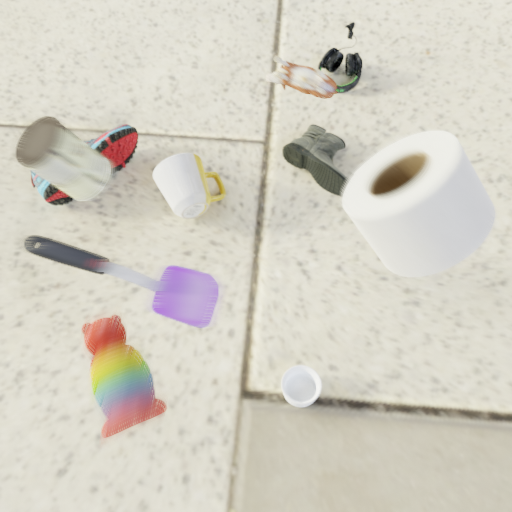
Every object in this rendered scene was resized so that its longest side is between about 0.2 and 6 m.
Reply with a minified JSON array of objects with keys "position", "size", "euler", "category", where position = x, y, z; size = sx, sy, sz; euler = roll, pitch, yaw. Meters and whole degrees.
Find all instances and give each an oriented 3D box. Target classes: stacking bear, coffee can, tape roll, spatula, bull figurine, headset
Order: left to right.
[{"position":[-3.263,-1.623,9.556],"size":[0.933,1.275,0.933],"euler":[-12,62,23],"category":"coffee can"},{"position":[-1.798,1.479,7.260],"size":[0.864,0.810,1.424],"euler":[-19,74,-24],"category":"stacking bear"},{"position":[-1.738,0.221,7.260],"size":[2.558,0.263,0.723],"euler":[20,74,-8],"category":"spatula"},{"position":[0.722,-3.057,9.614],"size":[1.384,0.840,0.451],"euler":[22,102,24],"category":"bull figurine"},{"position":[2.220,-5.038,14.307],"size":[1.104,0.840,1.788],"euler":[16,71,9],"category":"headset"},{"position":[2.391,-0.772,8.313],"size":[1.857,1.275,1.857],"euler":[-32,28,19],"category":"tape roll"}]

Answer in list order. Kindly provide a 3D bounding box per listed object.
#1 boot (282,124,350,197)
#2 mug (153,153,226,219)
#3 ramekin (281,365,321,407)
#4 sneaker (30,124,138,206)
[{"position":[1.665,-2.281,12.775],"size":[1.943,0.658,1.269],"euler":[39,61,20],"category":"boot"},{"position":[-1.383,-1.477,12.035],"size":[1.387,1.111,1.139],"euler":[-22,69,-6],"category":"mug"},{"position":[0.802,2.364,10.070],"size":[0.717,0.350,0.717],"euler":[0,59,-1],"category":"ramekin"},{"position":[-3.891,-2.318,12.541],"size":[2.623,1.040,1.253],"euler":[-38,64,-21],"category":"sneaker"}]
